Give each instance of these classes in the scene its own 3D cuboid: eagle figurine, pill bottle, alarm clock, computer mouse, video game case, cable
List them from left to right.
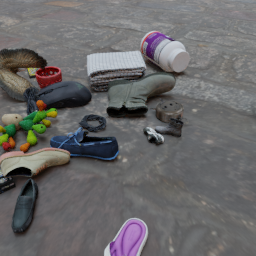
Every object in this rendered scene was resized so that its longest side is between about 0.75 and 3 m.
[{"bbox_3d":[-4.806,-2.438,11.787,2.515,1.908,1.898,24,56,27],"label":"eagle figurine"},{"bbox_3d":[-4.450,-2.842,13.922,1.016,0.143,1.124,-14,39,-18],"label":"video game case"},{"bbox_3d":[-2.765,-1.329,11.206,2.676,0.705,1.853,-11,48,-18],"label":"computer mouse"},{"bbox_3d":[-1.224,-0.196,10.267,1.054,0.268,0.860,17,35,28],"label":"cable"},{"bbox_3d":[1.851,-3.786,14.040,1.504,1.504,2.675,-18,40,-23],"label":"pill bottle"},{"bbox_3d":[1.678,-0.590,10.589,1.051,0.519,1.558,-23,45,-28],"label":"alarm clock"}]

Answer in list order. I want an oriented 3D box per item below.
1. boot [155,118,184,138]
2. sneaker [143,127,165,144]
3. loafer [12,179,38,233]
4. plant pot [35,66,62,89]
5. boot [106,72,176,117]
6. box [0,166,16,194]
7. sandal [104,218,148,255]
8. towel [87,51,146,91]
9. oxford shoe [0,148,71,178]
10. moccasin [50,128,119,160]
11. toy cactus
[{"bbox_3d":[1.438,-0.084,9.739,0.981,0.646,0.342,11,39,14],"label":"boot"},{"bbox_3d":[0.789,0.273,9.545,0.415,0.305,0.917,-26,45,-35],"label":"sneaker"},{"bbox_3d":[-2.630,1.935,7.100,0.501,0.518,1.476,-1,36,-1],"label":"loafer"},{"bbox_3d":[-3.363,-1.993,12.049,1.081,0.985,1.081,1,36,0],"label":"plant pot"},{"bbox_3d":[0.596,-1.191,11.150,2.966,1.004,1.937,-9,41,1],"label":"boot"},{"bbox_3d":[-3.609,1.466,7.904,0.615,0.323,0.751,-21,41,-27],"label":"box"},{"bbox_3d":[-0.157,2.763,5.960,0.884,0.534,2.172,9,37,13],"label":"sandal"},{"bbox_3d":[-0.540,-2.641,12.875,2.633,1.127,2.180,-6,35,-5],"label":"towel"},{"bbox_3d":[-2.616,1.079,8.114,1.991,0.705,0.735,-6,46,-24],"label":"oxford shoe"},{"bbox_3d":[-1.370,0.398,8.905,2.260,0.771,0.910,5,26,6],"label":"moccasin"},{"bbox_3d":[-3.677,-0.190,9.643,2.045,1.267,2.478,13,46,32],"label":"toy cactus"}]
